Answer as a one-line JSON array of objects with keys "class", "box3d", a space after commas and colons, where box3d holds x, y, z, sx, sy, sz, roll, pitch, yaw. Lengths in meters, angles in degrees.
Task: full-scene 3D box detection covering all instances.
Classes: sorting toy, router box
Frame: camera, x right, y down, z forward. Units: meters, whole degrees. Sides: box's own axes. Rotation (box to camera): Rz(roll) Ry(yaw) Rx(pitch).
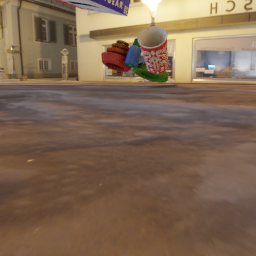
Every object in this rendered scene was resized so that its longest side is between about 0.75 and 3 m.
[{"class": "sorting toy", "box3d": [0.308, -2.485, 9.801, 2.548, 1.046, 1.531, 17, -4, 7]}, {"class": "router box", "box3d": [-1.112, -3.380, 7.159, 1.674, 0.456, 1.865, 20, 17, 26]}]

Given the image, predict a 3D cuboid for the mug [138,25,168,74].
[{"class": "mug", "box3d": [0.748, -2.023, 7.175, 0.715, 0.951, 1.071, 20, -22, 23]}]
